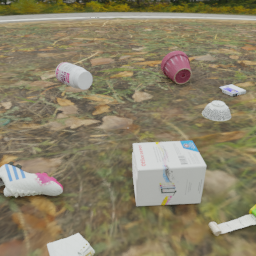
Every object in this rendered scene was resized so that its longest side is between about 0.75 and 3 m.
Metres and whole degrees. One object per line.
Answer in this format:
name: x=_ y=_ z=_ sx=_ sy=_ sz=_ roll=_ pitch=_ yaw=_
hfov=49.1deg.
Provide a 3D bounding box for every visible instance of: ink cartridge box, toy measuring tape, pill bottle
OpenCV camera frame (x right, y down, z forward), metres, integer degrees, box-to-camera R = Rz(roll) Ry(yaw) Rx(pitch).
ink cartridge box: x=5.476 y=-1.983 z=14.727 sx=0.969 sy=0.212 sz=0.978 roll=-14 pitch=34 yaw=-25
toy measuring tape: x=3.315 y=1.918 z=6.849 sx=2.777 sy=1.021 sz=1.021 roll=-8 pitch=30 yaw=-14
pill bottle: x=-1.780 y=-1.708 z=9.251 sx=0.715 sy=0.715 sz=1.261 roll=-24 pitch=36 yaw=-37
ink cartridge box: x=1.038 y=1.229 z=7.744 sx=1.772 sy=1.281 sz=1.304 roll=-2 pitch=29 yaw=-3

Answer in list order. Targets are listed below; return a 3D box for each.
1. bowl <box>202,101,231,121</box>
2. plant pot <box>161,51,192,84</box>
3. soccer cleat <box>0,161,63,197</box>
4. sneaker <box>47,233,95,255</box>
bowl: x=3.908 y=-0.826 z=12.238 sx=1.254 sy=0.589 sz=1.254 roll=1 pitch=29 yaw=0
plant pot: x=2.866 y=-3.336 z=15.970 sx=1.648 sy=1.648 sz=1.475 roll=-6 pitch=44 yaw=-11
soccer cleat: x=-2.823 y=1.633 z=7.775 sx=2.139 sy=0.747 sz=0.924 roll=12 pitch=49 yaw=23
sneaker: x=-1.046 y=2.764 z=5.712 sx=0.880 sy=0.561 sz=1.522 roll=-17 pitch=32 yaw=-22
